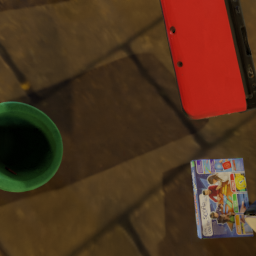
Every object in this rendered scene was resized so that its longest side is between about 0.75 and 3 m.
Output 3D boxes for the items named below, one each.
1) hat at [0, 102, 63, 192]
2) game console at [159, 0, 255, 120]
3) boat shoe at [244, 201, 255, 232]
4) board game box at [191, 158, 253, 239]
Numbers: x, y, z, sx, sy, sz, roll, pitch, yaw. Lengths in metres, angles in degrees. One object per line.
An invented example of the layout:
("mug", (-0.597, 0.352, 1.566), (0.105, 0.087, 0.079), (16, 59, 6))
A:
("hat", (-3.118, 0.511, 7.045), (2.407, 2.119, 1.994), (39, 60, -21))
("game console", (1.758, -1.583, 6.162), (1.618, 2.350, 2.727), (-11, 87, 11))
("boat shoe", (3.540, 2.376, 6.363), (0.923, 0.743, 1.991), (-39, 96, -31))
("board game box", (2.218, 1.654, 6.714), (1.226, 0.312, 1.811), (-2, 77, 0))
